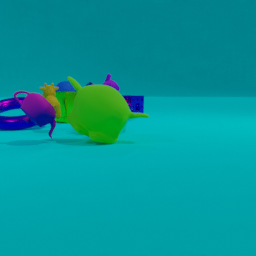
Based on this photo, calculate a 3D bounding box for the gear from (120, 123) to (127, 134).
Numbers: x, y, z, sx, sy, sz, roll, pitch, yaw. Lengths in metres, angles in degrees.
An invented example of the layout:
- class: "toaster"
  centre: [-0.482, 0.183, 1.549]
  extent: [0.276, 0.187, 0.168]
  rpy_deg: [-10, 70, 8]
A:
- class: "gear"
  centre: [-0.710, -0.182, 7.196]
  extent: [1.348, 0.249, 1.348]
  rpy_deg: [12, 13, -3]

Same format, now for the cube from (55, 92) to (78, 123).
- class: "cube"
  centre: [-2.137, -0.756, 9.929]
  extent: [1.049, 1.049, 1.049]
  rpy_deg: [5, 9, 36]

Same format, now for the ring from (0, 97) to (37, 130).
- class: "ring"
  centre: [-3.230, -0.465, 8.227]
  extent: [1.910, 0.382, 1.910]
  rpy_deg: [2, 26, -1]

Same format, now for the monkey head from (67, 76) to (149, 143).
- class: "monkey head"
  centre: [-0.527, -0.317, 5.787]
  extent: [1.820, 1.096, 1.309]
  rpy_deg: [26, 4, 6]

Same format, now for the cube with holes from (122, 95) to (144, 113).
- class: "cube with holes"
  centre: [0.048, -0.923, 11.831]
  extent: [0.899, 0.899, 0.899]
  rpy_deg: [7, 10, 38]

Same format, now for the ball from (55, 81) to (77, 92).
- class: "ball"
  centre: [-2.682, -1.498, 12.155]
  extent: [1.075, 1.075, 1.075]
  rpy_deg: [0, 7, 0]

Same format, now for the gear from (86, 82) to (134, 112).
- class: "gear"
  centre: [-0.741, -1.021, 10.614]
  extent: [2.006, 0.371, 2.006]
  rpy_deg: [30, -6, 3]

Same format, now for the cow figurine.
- class: "cow figurine"
  centre: [-2.000, -0.712, 7.278]
  extent: [0.495, 0.888, 0.903]
  rpy_deg: [-5, 12, -23]

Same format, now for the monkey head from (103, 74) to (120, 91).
- class: "monkey head"
  centre: [-0.668, -1.773, 11.310]
  extent: [0.620, 0.740, 1.029]
  rpy_deg: [18, 6, 16]

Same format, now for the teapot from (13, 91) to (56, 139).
- class: "teapot"
  centre: [-1.759, -0.287, 5.467]
  extent: [0.553, 1.130, 0.703]
  rpy_deg: [-47, 16, -17]
